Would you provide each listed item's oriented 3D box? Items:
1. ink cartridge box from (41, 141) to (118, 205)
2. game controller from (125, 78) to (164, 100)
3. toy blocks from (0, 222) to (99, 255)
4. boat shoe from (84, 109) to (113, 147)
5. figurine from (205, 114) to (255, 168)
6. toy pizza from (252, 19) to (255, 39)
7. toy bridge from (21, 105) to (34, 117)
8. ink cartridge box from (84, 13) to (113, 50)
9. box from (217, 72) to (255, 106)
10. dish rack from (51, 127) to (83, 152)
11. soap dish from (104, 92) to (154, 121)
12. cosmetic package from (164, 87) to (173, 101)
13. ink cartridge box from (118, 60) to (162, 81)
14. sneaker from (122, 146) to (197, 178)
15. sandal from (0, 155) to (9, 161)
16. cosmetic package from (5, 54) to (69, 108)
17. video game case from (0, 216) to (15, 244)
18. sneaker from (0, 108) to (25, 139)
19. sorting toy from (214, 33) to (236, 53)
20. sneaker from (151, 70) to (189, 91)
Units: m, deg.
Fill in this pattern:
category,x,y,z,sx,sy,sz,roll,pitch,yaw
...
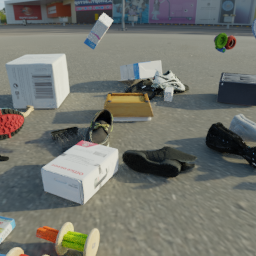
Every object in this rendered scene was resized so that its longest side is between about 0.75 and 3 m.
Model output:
category,x,y,z,sx,sy,sz,roll,pitch,yaw
ink cartridge box,-1.233,1.121,7.562,1.300,0.757,1.785,12,25,25
game controller,0.962,-2.087,15.323,1.465,0.592,2.809,25,31,17
toy blocks,-1.573,2.265,5.119,1.722,0.625,1.435,7,25,15
boat shoe,-0.996,0.041,9.916,0.861,0.727,2.415,13,24,-5
figurine,3.995,0.485,9.092,2.125,0.915,2.074,-17,37,-35
toy pizza,4.776,-3.135,9.223,1.477,1.477,0.234,-2,-19,-5
toy bridge,-4.723,-0.587,12.095,0.590,0.239,1.754,12,26,23
ink cartridge box,-1.198,-3.945,11.426,0.519,1.227,0.886,33,38,-13
box,5.549,-1.983,14.105,1.891,1.165,1.875,9,25,19
dish rack,-2.001,0.407,9.697,1.010,0.359,1.317,-15,28,-28
soap dish,-0.013,-0.957,12.155,2.132,0.866,1.677,0,24,-1
cosmetic package,2.100,-1.750,14.410,0.405,0.514,0.956,5,23,12
ink cartridge box,0.591,-3.431,16.926,1.608,0.926,2.776,-14,13,-28
sneaker,0.944,0.918,8.274,2.050,0.616,1.069,13,27,17
sandal,-4.135,0.897,8.787,0.801,0.180,0.301,2,24,4
cosmetic package,-4.274,-2.367,13.755,2.149,2.147,2.605,0,23,1
video game case,-3.716,2.486,5.101,1.946,0.242,2.719,5,24,14
sneaker,-5.215,-0.145,10.009,2.857,1.133,1.365,-19,29,-38
sorting toy,2.556,-2.325,7.613,0.806,0.484,0.331,1,27,-33
sneaker,2.436,-2.573,15.253,2.401,1.063,0.890,4,9,-31
